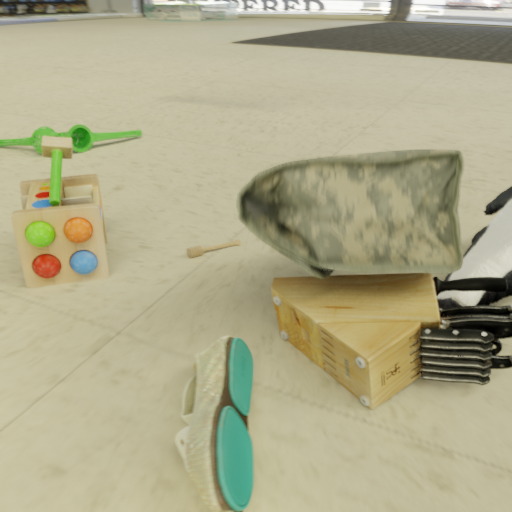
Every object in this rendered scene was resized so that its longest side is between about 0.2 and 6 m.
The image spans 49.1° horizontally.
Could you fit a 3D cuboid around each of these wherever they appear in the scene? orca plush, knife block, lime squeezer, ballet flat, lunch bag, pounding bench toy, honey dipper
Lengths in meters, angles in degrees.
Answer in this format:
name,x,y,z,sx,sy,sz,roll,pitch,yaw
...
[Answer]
name,x,y,z,sx,sy,sz,roll,pitch,yaw
orca plush,3.869,0.094,7.536,3.674,1.306,1.933,-46,22,-26
knife block,1.691,0.663,6.578,2.169,0.791,2.471,-28,37,-24
lime squeezer,-4.610,-2.777,13.637,3.633,0.685,1.283,-7,-1,-10
ballet flat,-0.414,1.657,5.476,0.713,0.772,2.288,-25,22,13
lunch bag,1.083,-0.492,6.619,2.413,1.419,1.979,0,5,13
pounding bench toy,-2.903,-0.684,8.280,1.176,1.893,1.476,-7,29,-13
honey dipper,-0.675,-0.142,9.104,0.928,0.176,0.176,-14,32,-28
